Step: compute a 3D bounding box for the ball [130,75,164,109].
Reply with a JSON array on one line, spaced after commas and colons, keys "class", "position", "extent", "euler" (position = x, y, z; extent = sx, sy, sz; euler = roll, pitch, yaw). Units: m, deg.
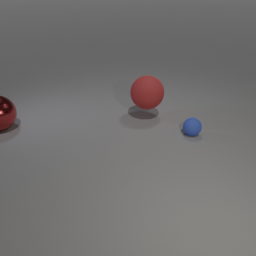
[{"class": "ball", "position": [0.797, -1.469, 11.602], "extent": [1.400, 1.400, 1.400], "euler": [0, 28, 0]}]

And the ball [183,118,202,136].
[{"class": "ball", "position": [2.440, -0.047, 10.634], "extent": [0.700, 0.700, 0.700], "euler": [0, 28, 0]}]

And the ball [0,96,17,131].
[{"class": "ball", "position": [-5.076, -0.568, 10.894], "extent": [1.400, 1.400, 1.400], "euler": [0, 28, 0]}]
